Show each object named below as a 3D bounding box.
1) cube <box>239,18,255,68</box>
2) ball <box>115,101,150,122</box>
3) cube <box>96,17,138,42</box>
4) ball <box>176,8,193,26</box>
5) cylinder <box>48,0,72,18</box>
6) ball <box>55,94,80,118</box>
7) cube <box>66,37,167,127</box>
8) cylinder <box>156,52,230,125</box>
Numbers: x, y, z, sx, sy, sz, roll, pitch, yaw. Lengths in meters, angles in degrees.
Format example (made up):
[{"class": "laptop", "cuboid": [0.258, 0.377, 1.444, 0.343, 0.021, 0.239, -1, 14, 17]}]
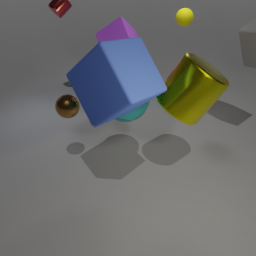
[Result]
[{"class": "cube", "cuboid": [4.782, -2.891, 9.306, 1.400, 1.400, 1.400, -37, 36, -15]}, {"class": "ball", "cuboid": [-0.065, -0.870, 8.056, 1.400, 1.400, 1.400, 0, 32, 0]}, {"class": "cube", "cuboid": [-0.331, -3.711, 12.393, 1.400, 1.400, 1.400, -27, -19, 22]}, {"class": "ball", "cuboid": [2.299, -4.495, 11.374, 0.700, 0.700, 0.700, 0, 32, 0]}, {"class": "cylinder", "cuboid": [-2.779, -5.006, 11.461, 0.700, 0.700, 0.700, -48, 43, 0]}, {"class": "ball", "cuboid": [-1.760, -0.628, 8.153, 0.700, 0.700, 0.700, 0, 32, 0]}, {"class": "cube", "cuboid": [-0.254, -1.053, 6.406, 1.400, 1.400, 1.400, -28, -1, 43]}, {"class": "cylinder", "cuboid": [1.692, -1.034, 7.456, 1.400, 1.400, 1.400, 27, 30, -17]}]
